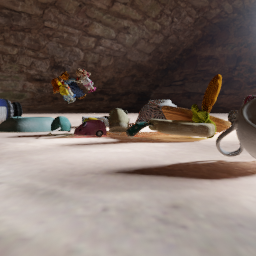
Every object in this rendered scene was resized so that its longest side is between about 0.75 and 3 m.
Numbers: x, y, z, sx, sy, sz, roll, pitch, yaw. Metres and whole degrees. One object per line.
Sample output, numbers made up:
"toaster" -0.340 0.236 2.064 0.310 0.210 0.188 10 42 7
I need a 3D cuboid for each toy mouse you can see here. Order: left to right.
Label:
"toy mouse" -1.374 -0.071 7.784 2.324 0.450 2.065 8 5 38

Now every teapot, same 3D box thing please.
"teapot" 1.955 0.120 3.829 1.059 0.783 1.073 -31 42 -26

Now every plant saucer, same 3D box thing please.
"plant saucer" -3.417 -0.160 9.923 2.463 0.474 2.463 0 3 0
"plant saucer" 2.027 -0.244 8.570 2.113 0.395 2.113 15 1 0

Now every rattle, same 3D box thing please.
"rattle" 1.073 -0.501 7.158 2.298 1.642 1.496 8 23 27

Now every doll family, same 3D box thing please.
"doll family" -1.996 -1.419 9.544 1.713 1.063 0.772 -11 38 38

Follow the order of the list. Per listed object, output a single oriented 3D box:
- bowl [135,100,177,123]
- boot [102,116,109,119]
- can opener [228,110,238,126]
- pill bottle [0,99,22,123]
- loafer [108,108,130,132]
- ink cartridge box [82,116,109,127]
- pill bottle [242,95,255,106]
"bowl" 1.596 -0.812 14.185 2.532 1.188 2.532 -1 3 0
"boot" -1.355 -0.417 14.468 1.037 0.402 0.718 0 -1 -18
"can opener" 5.155 -0.351 11.207 0.840 0.670 2.511 -4 6 -34
"pill bottle" -6.235 -0.765 13.142 2.217 1.240 1.240 -3 5 -44
"loafer" -0.246 -0.206 8.316 0.713 0.643 1.884 1 -3 -4
"ink cartridge box" -0.898 -0.274 11.680 1.964 0.560 1.596 -5 5 -13
"pill bottle" 8.736 -1.252 17.317 1.615 1.615 2.849 -3 5 -36
